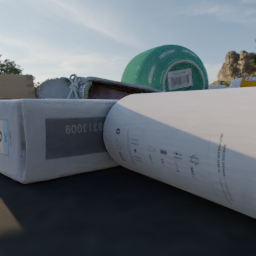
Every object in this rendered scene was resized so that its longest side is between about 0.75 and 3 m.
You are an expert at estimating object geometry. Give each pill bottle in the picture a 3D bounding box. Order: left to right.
[{"bbox_3d":[3.094,-0.580,6.637,2.246,1.247,1.247,3,5,30],"label":"pill bottle"}]

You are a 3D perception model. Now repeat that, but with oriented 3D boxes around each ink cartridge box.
[{"bbox_3d":[-0.925,-0.051,3.814,2.374,0.701,2.966,-5,6,-44],"label":"ink cartridge box"}]

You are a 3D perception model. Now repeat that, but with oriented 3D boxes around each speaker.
[{"bbox_3d":[0.503,0.098,1.840,0.713,0.713,1.755,-3,5,-29],"label":"speaker"}]

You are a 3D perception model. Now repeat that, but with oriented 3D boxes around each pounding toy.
[{"bbox_3d":[-3.455,-0.444,6.506,2.135,1.112,2.431,-7,0,-28],"label":"pounding toy"}]

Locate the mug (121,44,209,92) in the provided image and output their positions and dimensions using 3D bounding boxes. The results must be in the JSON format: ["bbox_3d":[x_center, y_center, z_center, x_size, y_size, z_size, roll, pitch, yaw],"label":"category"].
[{"bbox_3d":[0.948,-0.922,7.487,2.156,2.624,1.622,33,-8,-23],"label":"mug"}]

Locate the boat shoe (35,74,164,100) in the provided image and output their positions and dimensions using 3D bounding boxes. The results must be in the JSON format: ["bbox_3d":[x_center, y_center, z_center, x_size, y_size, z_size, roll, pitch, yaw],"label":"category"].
[{"bbox_3d":[-0.553,-0.649,6.113,2.980,1.098,0.955,12,-25,1],"label":"boat shoe"}]
